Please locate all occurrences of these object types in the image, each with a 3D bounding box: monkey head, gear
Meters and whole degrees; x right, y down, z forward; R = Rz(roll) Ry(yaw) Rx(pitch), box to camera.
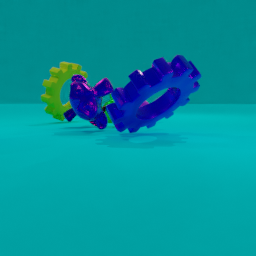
[{"bbox_3d":[-0.384,-0.534,8.250,0.720,1.195,0.860,21,36,5],"label":"monkey head"},{"bbox_3d":[-0.876,-0.758,6.926,1.155,1.606,0.968,-30,-2,3],"label":"monkey head"},{"bbox_3d":[-1.361,-0.527,8.173,0.954,1.326,0.799,-40,-14,2],"label":"monkey head"},{"bbox_3d":[0.549,-0.631,5.853,2.023,0.374,2.023,-25,-23,-11],"label":"gear"},{"bbox_3d":[-2.164,-1.275,9.940,0.377,2.039,2.039,18,14,27],"label":"gear"}]

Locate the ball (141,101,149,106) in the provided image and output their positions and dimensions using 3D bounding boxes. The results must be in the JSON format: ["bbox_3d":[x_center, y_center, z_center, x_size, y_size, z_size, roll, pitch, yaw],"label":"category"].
[{"bbox_3d":[0.413,-0.594,9.794,0.832,0.832,0.832,0,5,0],"label":"ball"}]
